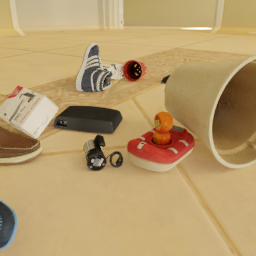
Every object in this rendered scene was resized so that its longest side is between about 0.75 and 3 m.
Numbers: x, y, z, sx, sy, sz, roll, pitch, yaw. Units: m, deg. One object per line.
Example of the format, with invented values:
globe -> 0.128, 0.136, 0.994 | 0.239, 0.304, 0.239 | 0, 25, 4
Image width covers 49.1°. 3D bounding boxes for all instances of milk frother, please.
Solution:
milk frother -> -0.675, 0.719, 7.577 | 0.890, 0.803, 0.837 | 37, 10, -27

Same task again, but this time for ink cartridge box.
ink cartridge box -> -3.382, -0.577, 9.349 | 1.769, 0.733, 1.298 | 21, 71, 38

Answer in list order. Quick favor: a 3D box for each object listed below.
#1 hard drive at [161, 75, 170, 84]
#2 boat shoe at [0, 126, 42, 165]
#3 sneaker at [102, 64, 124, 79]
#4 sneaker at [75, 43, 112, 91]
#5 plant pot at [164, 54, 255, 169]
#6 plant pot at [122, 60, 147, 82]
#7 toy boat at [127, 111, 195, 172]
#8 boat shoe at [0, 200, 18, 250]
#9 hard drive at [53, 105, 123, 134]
hard drive -> 2.317, -2.602, 14.987 | 0.804, 0.252, 1.192 | 14, 28, 28
boat shoe -> -3.891, 0.285, 7.753 | 2.978, 1.102, 1.100 | 3, 25, 6
sneaker -> -1.273, -3.225, 15.531 | 2.260, 0.902, 1.471 | -23, 41, -22
sneaker -> -1.458, -2.982, 13.897 | 1.598, 1.032, 2.946 | 7, 60, 11
plant pot -> 2.532, -0.739, 8.010 | 2.948, 2.948, 2.699 | -12, 23, -24
plant pot -> 0.453, -3.147, 15.290 | 1.164, 1.164, 1.132 | 11, 19, 22
toy boat -> 0.905, 0.220, 7.564 | 1.376, 1.378, 2.108 | 18, 31, 34
boat shoe -> -3.025, 1.590, 4.927 | 2.485, 1.046, 0.853 | 0, -23, 30
hard drive -> -1.375, -0.349, 9.885 | 2.157, 0.456, 1.455 | 6, 26, 13
